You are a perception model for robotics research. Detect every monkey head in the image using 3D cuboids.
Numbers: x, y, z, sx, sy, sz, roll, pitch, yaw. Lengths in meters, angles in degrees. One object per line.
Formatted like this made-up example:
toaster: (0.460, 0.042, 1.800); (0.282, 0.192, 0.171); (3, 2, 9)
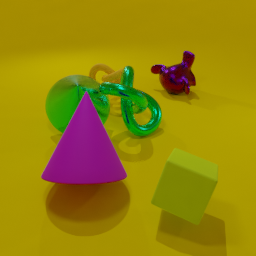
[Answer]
monkey head: (1.724, -1.916, 9.700); (1.174, 1.402, 1.949); (-18, 42, -32)

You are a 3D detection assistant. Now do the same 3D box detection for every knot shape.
knot shape: (-0.440, -1.519, 9.041); (1.447, 0.669, 1.354); (0, -19, 32)
knot shape: (0.063, -0.838, 7.309); (0.892, 1.930, 1.806); (-34, 39, 16)

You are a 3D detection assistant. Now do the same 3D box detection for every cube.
cube: (0.938, 0.906, 4.555); (0.793, 0.793, 0.793); (22, 16, 13)

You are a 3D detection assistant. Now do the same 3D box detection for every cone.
cone: (-1.166, -0.730, 6.550); (1.678, 1.678, 1.685); (-6, -8, -11)
cone: (-0.788, 0.109, 5.225); (1.575, 1.581, 1.575); (1, 0, 0)
